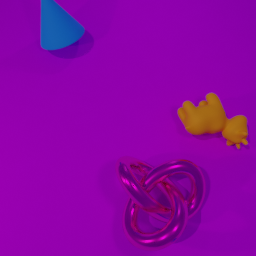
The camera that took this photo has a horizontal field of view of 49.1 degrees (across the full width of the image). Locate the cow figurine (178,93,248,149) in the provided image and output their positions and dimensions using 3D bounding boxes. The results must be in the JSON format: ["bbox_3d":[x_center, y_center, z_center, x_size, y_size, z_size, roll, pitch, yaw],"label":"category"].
[{"bbox_3d":[2.008,-0.074,6.488,1.444,0.793,1.421,-19,73,-18],"label":"cow figurine"}]

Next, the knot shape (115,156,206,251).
[{"bbox_3d":[0.510,1.277,5.792,1.923,0.950,2.056,43,57,17],"label":"knot shape"}]

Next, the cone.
[{"bbox_3d":[-1.987,-2.988,7.394,1.303,1.307,1.303,-10,45,10],"label":"cone"}]
